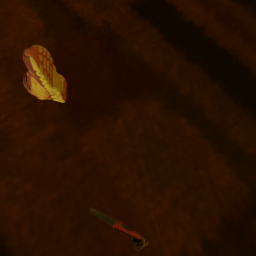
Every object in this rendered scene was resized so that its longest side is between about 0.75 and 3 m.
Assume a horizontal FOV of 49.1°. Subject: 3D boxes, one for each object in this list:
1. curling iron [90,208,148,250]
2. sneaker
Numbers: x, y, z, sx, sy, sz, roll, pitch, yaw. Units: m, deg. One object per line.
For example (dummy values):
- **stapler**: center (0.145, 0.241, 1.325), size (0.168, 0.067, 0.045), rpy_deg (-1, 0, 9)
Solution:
- **curling iron**: center (-0.218, 1.992, 5.606), size (1.366, 0.175, 0.339), rpy_deg (26, 111, 20)
- **sneaker**: center (-2.261, -1.253, 7.087), size (0.947, 2.142, 0.861), rpy_deg (-1, 71, 3)
